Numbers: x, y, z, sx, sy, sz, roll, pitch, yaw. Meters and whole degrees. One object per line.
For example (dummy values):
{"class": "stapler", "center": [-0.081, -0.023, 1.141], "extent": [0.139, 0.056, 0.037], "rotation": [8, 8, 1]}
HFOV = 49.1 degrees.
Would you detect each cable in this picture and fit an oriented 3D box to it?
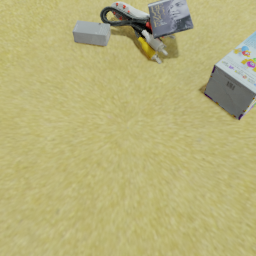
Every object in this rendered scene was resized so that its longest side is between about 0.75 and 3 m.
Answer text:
{"class": "cable", "center": [0.265, -2.934, 7.933], "extent": [2.430, 1.180, 0.612], "rotation": [35, 32, 6]}

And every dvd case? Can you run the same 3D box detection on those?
{"class": "dvd case", "center": [1.103, -3.002, 7.460], "extent": [1.035, 0.111, 1.392], "rotation": [-12, 57, 11]}

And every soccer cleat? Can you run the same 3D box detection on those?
{"class": "soccer cleat", "center": [0.203, -3.365, 8.483], "extent": [1.536, 0.532, 0.596], "rotation": [25, 25, 6]}

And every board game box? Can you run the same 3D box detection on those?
{"class": "board game box", "center": [3.277, -1.519, 7.195], "extent": [2.326, 1.198, 1.220], "rotation": [-39, 67, -18]}

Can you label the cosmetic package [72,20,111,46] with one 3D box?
{"class": "cosmetic package", "center": [-1.068, -2.812, 8.307], "extent": [1.027, 0.463, 0.548], "rotation": [9, 59, 4]}
